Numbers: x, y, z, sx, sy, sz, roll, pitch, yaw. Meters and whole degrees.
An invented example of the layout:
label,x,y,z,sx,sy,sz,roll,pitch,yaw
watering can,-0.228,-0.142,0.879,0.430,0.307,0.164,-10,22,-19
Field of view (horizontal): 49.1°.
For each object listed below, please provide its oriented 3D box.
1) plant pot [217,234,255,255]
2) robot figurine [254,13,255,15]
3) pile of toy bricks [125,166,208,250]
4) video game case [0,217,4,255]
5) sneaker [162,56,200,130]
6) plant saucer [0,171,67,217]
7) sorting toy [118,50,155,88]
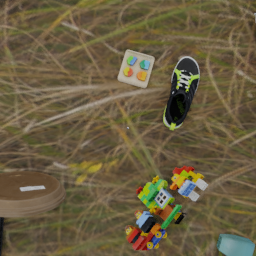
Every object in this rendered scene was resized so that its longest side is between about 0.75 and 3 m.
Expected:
label,x,y,z,sx,sy,sz,roll,pitch,yaw
plant pot,3.210,3.595,8.479,0.907,0.641,0.641,17,86,9
robot figurine,5.163,-3.594,8.457,2.877,1.625,2.440,-27,107,-1
pile of toy bricks,0.834,2.184,8.347,2.850,1.581,1.407,-54,49,7
video game case,-5.302,3.139,8.619,2.811,0.358,2.540,3,86,0
sneaker,1.716,-1.075,8.589,0.872,1.007,2.432,14,86,1
plant saucer,-2.943,1.684,7.646,2.503,2.503,0.369,7,99,0
sorting toy,0.266,-1.921,9.061,0.984,0.194,1.063,16,86,1
